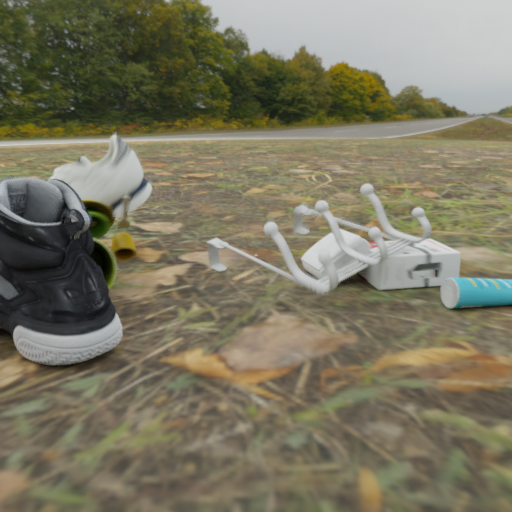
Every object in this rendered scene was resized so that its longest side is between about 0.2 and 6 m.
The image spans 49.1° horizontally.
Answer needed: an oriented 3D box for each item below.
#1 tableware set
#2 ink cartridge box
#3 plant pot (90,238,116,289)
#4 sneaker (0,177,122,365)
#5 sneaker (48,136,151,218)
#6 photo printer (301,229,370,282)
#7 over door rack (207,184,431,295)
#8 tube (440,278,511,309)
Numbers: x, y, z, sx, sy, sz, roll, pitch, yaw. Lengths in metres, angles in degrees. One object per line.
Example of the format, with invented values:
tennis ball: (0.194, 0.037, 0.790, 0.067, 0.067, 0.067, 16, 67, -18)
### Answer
tableware set: (-3.244, -0.127, 8.632, 2.738, 1.845, 0.420, -6, 56, -18)
ink cartridge box: (2.462, 0.117, 9.155, 1.371, 0.568, 1.006, -3, 16, -12)
plant pot: (-2.612, 0.154, 8.577, 0.965, 0.965, 1.031, -3, 6, -11)
sneaker: (-3.044, -0.001, 6.896, 3.469, 1.974, 1.309, 10, 18, 32)
sneaker: (-3.535, -0.966, 10.308, 3.155, 1.270, 1.205, -36, 32, -17)
photo printer: (1.265, -0.013, 9.257, 0.950, 0.397, 1.142, -38, 16, -5)
over door rack: (0.844, -0.404, 9.097, 2.293, 1.034, 3.104, -23, 19, -33)
tube: (3.525, 0.529, 8.106, 1.710, 0.431, 0.662, 0, 27, -17)
